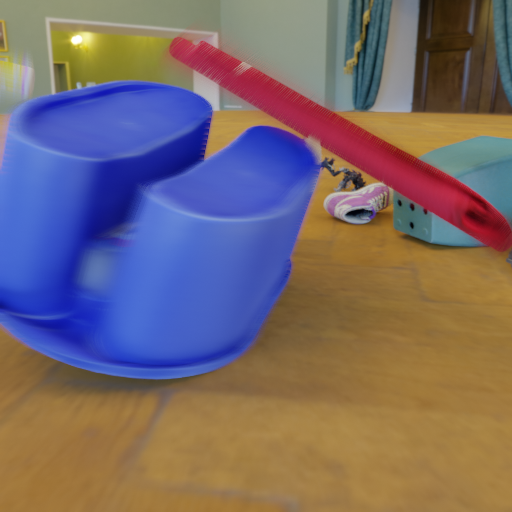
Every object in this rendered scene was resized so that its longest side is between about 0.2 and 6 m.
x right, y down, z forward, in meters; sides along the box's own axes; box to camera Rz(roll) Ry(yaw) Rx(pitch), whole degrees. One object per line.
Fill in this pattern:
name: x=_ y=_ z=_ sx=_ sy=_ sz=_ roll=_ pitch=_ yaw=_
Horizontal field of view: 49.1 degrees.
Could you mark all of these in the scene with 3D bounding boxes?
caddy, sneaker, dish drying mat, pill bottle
caddy: x=-1.099 y=-0.385 z=6.701 sx=3.141 sy=2.332 sz=4.443 roll=24 pitch=28 yaw=8
sneaker: x=-0.391 y=-1.171 z=9.091 sx=1.996 sy=1.098 sz=2.726 roll=10 pitch=-22 yaw=-22
dish drying mat: x=0.865 y=-1.560 z=6.910 sx=4.764 sy=0.434 sz=1.830 roll=40 pitch=15 yaw=35
pill bottle: x=-3.635 y=-2.596 z=8.070 sx=0.774 sy=0.403 sz=0.403 roll=11 pitch=16 yaw=-13
sneaker: x=2.344 y=-0.993 z=11.421 sx=1.699 sy=0.616 sz=0.969 roll=-16 pitch=28 yaw=-19

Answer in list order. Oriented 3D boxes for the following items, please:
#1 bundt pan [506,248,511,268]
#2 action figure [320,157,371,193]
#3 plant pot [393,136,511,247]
bundt pan: x=4.957 y=-0.174 z=8.425 sx=2.134 sy=0.801 sz=2.134 roll=0 pitch=17 yaw=0
action figure: x=2.216 y=-1.939 z=14.145 sx=1.343 sy=0.686 sz=0.798 roll=33 pitch=19 yaw=13
plant pot: x=3.705 y=-1.094 z=10.023 sx=2.364 sy=1.670 sz=1.671 roll=-13 pitch=21 yaw=-21
